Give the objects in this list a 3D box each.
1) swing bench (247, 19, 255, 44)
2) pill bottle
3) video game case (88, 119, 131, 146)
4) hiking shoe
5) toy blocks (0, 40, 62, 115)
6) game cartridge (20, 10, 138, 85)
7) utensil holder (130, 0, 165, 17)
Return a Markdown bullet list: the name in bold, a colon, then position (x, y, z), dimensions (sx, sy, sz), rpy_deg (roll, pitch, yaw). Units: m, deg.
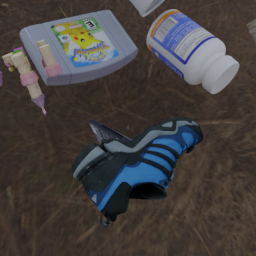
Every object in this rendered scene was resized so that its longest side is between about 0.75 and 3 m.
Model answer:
- **swing bench**: position (4.253, -2.079, 6.648), dimensions (1.995, 1.294, 1.984), rpy_deg (-26, 97, 10)
- **pill bottle**: position (1.614, -1.889, 7.047), dimensions (1.250, 1.250, 2.231), rpy_deg (-35, 65, -16)
- **video game case**: position (-0.183, 0.457, 5.736), dimensions (0.141, 1.063, 1.488), rpy_deg (-40, 41, -24)
- **hiking shoe**: position (0.349, 0.560, 4.128), dimensions (2.323, 0.864, 1.007), rpy_deg (-18, 67, -33)
- **toy blocks**: position (-1.782, -0.830, 4.954), dimensions (1.239, 1.043, 1.158), rpy_deg (-23, 28, -11)
- **game cartridge**: position (-1.090, -2.014, 6.977), dimensions (2.589, 0.524, 1.726), rpy_deg (-25, 76, -26)
- **utensil holder**: position (0.325, -3.565, 6.536), dimensions (1.199, 1.199, 1.410), rpy_deg (-44, 95, -19)
